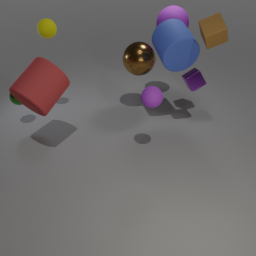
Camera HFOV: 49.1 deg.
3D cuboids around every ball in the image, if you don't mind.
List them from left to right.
[{"bbox_3d":[-4.384,-1.266,11.230,0.700,0.700,0.700,0,32,0],"label":"ball"},{"bbox_3d":[-2.999,-3.682,10.373,0.700,0.700,0.700,0,32,0],"label":"ball"},{"bbox_3d":[0.467,-2.927,11.846,1.400,1.400,1.400,0,32,0],"label":"ball"},{"bbox_3d":[0.764,-0.989,8.957,0.700,0.700,0.700,0,32,0],"label":"ball"},{"bbox_3d":[1.916,-4.506,12.054,1.400,1.400,1.400,0,32,0],"label":"ball"}]

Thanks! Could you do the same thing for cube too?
[{"bbox_3d":[2.893,-2.120,12.316,0.700,0.700,0.700,-32,23,8],"label":"cube"},{"bbox_3d":[2.742,-3.106,8.995,0.700,0.700,0.700,-20,65,14],"label":"cube"}]

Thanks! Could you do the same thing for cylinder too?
[{"bbox_3d":[-2.865,-1.340,9.166,1.400,1.400,1.400,22,70,31],"label":"cylinder"},{"bbox_3d":[1.732,-3.047,10.333,1.400,1.400,1.400,-8,50,-12],"label":"cylinder"}]
